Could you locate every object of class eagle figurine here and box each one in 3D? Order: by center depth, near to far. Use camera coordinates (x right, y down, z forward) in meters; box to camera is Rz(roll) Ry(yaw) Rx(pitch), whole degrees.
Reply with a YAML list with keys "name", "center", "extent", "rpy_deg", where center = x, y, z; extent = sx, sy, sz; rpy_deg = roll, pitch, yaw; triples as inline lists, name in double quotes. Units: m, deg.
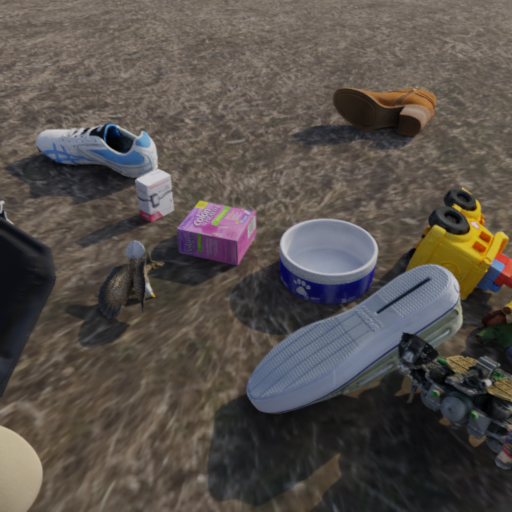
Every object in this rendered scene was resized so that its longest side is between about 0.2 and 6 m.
- name: "eagle figurine"
  center: [-1.810, 0.384, 8.370]
  extent: [0.807, 0.811, 1.069]
  rpy_deg: [28, 36, 3]

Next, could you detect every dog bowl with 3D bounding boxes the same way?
- name: "dog bowl"
  center: [1.117, 0.065, 8.833]
  extent: [1.514, 0.596, 1.514]
  rpy_deg: [0, 37, 0]

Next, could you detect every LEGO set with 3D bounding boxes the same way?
- name: "LEGO set"
  center: [2.479, 1.782, 5.764]
  extent: [2.566, 1.120, 3.952]
  rpy_deg: [25, 14, 5]

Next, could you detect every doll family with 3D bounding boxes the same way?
- name: "doll family"
  center: [4.267, 0.810, 7.647]
  extent: [2.477, 0.972, 1.432]
  rpy_deg: [-2, 32, -11]

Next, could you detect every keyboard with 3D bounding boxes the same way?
- name: "keyboard"
  center: [-4.258, 0.577, 7.047]
  extent: [5.614, 1.112, 2.922]
  rpy_deg: [23, 81, 41]

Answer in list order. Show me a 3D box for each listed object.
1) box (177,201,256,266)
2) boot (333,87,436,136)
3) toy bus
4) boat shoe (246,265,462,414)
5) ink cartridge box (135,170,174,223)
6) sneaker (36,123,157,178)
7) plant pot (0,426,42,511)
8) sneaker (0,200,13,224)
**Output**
- name: "box"
  center: [-0.650, -0.404, 9.524]
  extent: [1.075, 0.520, 0.946]
  rpy_deg: [12, 38, 16]
- name: "boot"
  center: [3.215, -3.808, 13.728]
  extent: [2.346, 0.900, 1.821]
  rpy_deg: [18, 42, 20]
- name: "toy bus"
  center: [3.368, -0.111, 8.762]
  extent: [1.600, 1.131, 1.666]
  rpy_deg: [31, 44, 16]
- name: "boat shoe"
  center: [1.257, 1.189, 6.761]
  extent: [2.846, 0.883, 1.024]
  rpy_deg: [-30, 28, 4]
- name: "ink cartridge box"
  center: [-1.847, -1.098, 10.231]
  extent: [0.330, 0.783, 0.567]
  rpy_deg: [28, 45, 32]
- name: "sneaker"
  center: [-3.370, -2.377, 11.749]
  extent: [2.891, 1.048, 1.039]
  rpy_deg: [13, 40, 18]
- name: "plant pot"
  center: [-2.915, 2.209, 5.822]
  extent: [1.170, 0.785, 1.170]
  rpy_deg: [1, 37, 0]
- name: "sneaker"
  center: [-4.879, -0.307, 9.187]
  extent: [1.448, 0.762, 2.004]
  rpy_deg: [0, 36, 4]
